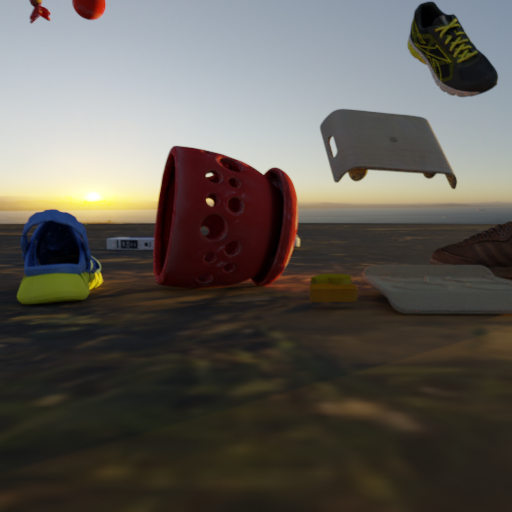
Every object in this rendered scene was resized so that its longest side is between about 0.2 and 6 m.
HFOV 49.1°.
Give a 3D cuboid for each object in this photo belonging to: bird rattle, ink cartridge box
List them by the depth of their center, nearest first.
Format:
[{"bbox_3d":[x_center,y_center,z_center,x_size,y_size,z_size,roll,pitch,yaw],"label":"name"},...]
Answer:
[{"bbox_3d":[-2.824,-3.329,7.025,0.409,0.726,0.592,-10,-23,-22],"label":"bird rattle"},{"bbox_3d":[-2.552,-0.277,12.588,1.434,0.281,0.713,-1,4,13],"label":"ink cartridge box"}]

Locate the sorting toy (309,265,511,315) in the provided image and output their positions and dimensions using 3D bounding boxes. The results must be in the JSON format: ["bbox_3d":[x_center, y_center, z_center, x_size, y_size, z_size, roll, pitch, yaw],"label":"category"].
[{"bbox_3d":[1.421,0.322,5.051,1.921,0.257,1.431,0,9,1],"label":"sorting toy"}]

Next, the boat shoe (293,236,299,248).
[{"bbox_3d":[0.299,-0.590,13.035,0.833,0.820,2.348,-2,5,-20],"label":"boat shoe"}]

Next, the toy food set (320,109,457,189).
[{"bbox_3d":[2.946,-2.302,12.616,2.772,1.989,0.837,3,-41,-11],"label":"toy food set"}]

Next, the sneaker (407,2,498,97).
[{"bbox_3d":[2.846,-3.087,8.347,0.710,1.908,0.807,-31,-37,-3],"label":"sneaker"}]

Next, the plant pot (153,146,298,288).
[{"bbox_3d":[-0.355,-0.342,6.031,1.350,1.482,1.482,8,2,-18],"label":"plant pot"}]

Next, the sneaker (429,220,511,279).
[{"bbox_3d":[3.129,-0.110,6.971,0.720,0.772,2.043,-3,6,-40],"label":"sneaker"}]

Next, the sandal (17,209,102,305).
[{"bbox_3d":[-1.957,-0.031,5.660,0.768,0.841,1.933,-3,3,-18],"label":"sandal"}]

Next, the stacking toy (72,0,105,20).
[{"bbox_3d":[-1.811,-3.616,6.865,0.645,1.511,0.645,27,21,-11],"label":"stacking toy"}]
